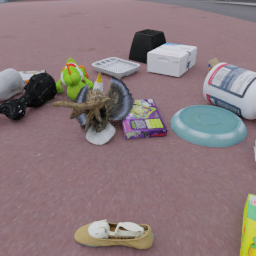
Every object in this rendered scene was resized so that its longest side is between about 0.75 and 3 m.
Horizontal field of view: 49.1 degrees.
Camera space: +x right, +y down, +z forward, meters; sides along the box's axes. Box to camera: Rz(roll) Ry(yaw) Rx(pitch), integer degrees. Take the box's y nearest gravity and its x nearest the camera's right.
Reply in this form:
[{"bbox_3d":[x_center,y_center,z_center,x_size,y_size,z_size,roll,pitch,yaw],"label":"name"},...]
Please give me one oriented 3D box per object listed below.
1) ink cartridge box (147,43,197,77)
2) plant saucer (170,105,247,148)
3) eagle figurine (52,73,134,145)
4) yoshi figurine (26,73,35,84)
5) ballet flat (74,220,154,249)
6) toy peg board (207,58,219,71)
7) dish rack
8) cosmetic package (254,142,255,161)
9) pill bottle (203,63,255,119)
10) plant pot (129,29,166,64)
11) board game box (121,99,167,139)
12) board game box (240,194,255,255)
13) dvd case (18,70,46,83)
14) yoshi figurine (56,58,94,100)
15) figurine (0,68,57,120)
[{"bbox_3d":[2.529,-3.942,15.929,1.969,1.155,2.689,16,35,25],"label":"ink cartridge box"},{"bbox_3d":[3.017,-0.218,10.537,2.819,0.386,2.819,0,30,0],"label":"plant saucer"},{"bbox_3d":[-1.079,-0.924,10.443,2.271,2.259,2.994,36,9,-2],"label":"eagle figurine"},{"bbox_3d":[-4.114,-1.985,13.308,1.634,0.918,0.915,11,-11,44],"label":"yoshi figurine"},{"bbox_3d":[-0.322,2.276,6.214,1.779,0.561,0.611,2,31,4],"label":"ballet flat"},{"bbox_3d":[4.595,-3.150,14.908,0.945,0.462,0.941,-32,88,-46],"label":"toy peg board"},{"bbox_3d":[-0.665,-3.319,15.566,2.244,0.488,1.926,23,37,34],"label":"dish rack"},{"bbox_3d":[4.730,0.568,8.357,1.526,1.259,1.258,9,32,14],"label":"cosmetic package"},{"bbox_3d":[4.658,-1.353,11.084,1.769,1.769,2.959,-21,38,-30],"label":"pill bottle"},{"bbox_3d":[1.315,-5.111,17.386,1.902,1.687,1.897,24,39,33],"label":"plant pot"},{"bbox_3d":[0.482,-0.425,10.913,1.532,0.412,2.552,0,31,-8],"label":"board game box"},{"bbox_3d":[3.007,2.540,5.729,1.270,0.595,2.501,13,33,20],"label":"board game box"},{"bbox_3d":[-5.448,-2.744,14.908,2.007,0.176,1.432,-6,32,-9],"label":"dvd case"},{"bbox_3d":[-2.473,-2.075,13.031,1.665,1.671,2.973,33,10,-17],"label":"yoshi figurine"},{"bbox_3d":[-4.983,-1.359,11.765,2.909,1.252,2.839,10,37,18],"label":"figurine"}]
